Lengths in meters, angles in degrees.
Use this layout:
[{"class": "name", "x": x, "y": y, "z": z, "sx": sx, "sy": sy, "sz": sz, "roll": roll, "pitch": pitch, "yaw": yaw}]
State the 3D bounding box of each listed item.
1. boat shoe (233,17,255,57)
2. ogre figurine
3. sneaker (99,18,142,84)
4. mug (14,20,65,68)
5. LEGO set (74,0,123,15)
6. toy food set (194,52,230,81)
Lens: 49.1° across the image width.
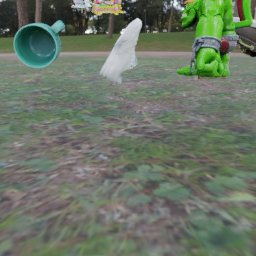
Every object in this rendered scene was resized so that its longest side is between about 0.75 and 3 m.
[{"class": "boat shoe", "x": 3.248, "y": -2.168, "z": 6.916, "sx": 1.055, "sy": 0.874, "sz": 2.938, "roll": -1, "pitch": 26, "yaw": -21}, {"class": "ogre figurine", "x": 1.695, "y": -1.799, "z": 5.485, "sx": 1.290, "sy": 1.577, "sz": 2.630, "roll": 14, "pitch": 16, "yaw": 38}, {"class": "sneaker", "x": -0.016, "y": -2.127, "z": 7.977, "sx": 0.844, "sy": 1.908, "sz": 0.718, "roll": 30, "pitch": 27, "yaw": -11}, {"class": "mug", "x": -2.887, "y": -2.873, "z": 9.622, "sx": 1.722, "sy": 1.415, "sz": 1.065, "roll": -6, "pitch": 23, "yaw": 1}, {"class": "LEGO set", "x": -0.563, "y": -3.828, "z": 8.129, "sx": 0.981, "sy": 0.794, "sz": 2.132, "roll": 24, "pitch": 36, "yaw": 21}, {"class": "toy food set", "x": 2.611, "y": -1.938, "z": 8.655, "sx": 1.266, "sy": 0.909, "sz": 0.382, "roll": -8, "pitch": 19, "yaw": -28}]
